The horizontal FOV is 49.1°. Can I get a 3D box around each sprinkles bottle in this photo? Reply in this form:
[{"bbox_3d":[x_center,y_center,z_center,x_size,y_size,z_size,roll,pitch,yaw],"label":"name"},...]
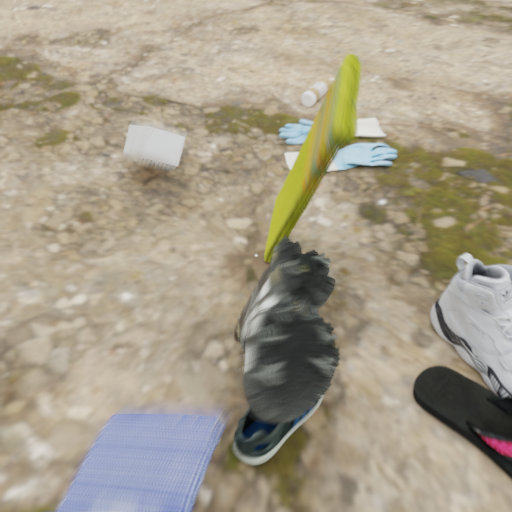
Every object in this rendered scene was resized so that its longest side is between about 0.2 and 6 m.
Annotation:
[{"bbox_3d":[1.629,-4.426,15.151,0.388,0.388,1.137,21,46,22],"label":"sprinkles bottle"}]

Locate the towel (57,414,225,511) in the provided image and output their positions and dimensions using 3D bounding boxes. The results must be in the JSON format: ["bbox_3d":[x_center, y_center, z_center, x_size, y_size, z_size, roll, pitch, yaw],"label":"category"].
[{"bbox_3d":[-1.526,2.963,6.528,1.828,0.301,2.524,-6,37,25],"label":"towel"}]

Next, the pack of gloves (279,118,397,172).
[{"bbox_3d":[1.905,-2.786,13.207,2.642,0.521,2.219,-7,41,-7],"label":"pack of gloves"}]

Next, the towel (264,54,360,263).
[{"bbox_3d":[0.838,-1.363,9.092,0.334,3.695,1.590,17,58,-6],"label":"towel"}]

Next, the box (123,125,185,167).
[{"bbox_3d":[-2.198,-2.363,11.958,0.820,0.643,1.318,11,7,-32],"label":"box"}]

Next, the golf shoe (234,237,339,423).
[{"bbox_3d":[0.334,1.197,7.865,1.242,1.509,3.195,30,36,-7],"label":"golf shoe"}]

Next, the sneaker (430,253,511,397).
[{"bbox_3d":[3.656,1.104,8.050,0.972,1.486,2.586,-22,46,-23],"label":"sneaker"}]

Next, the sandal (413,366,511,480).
[{"bbox_3d":[3.396,2.291,7.345,2.855,0.643,1.072,30,50,30],"label":"sandal"}]

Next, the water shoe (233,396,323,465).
[{"bbox_3d":[0.428,1.937,7.631,0.709,0.783,1.984,25,48,21],"label":"water shoe"}]
